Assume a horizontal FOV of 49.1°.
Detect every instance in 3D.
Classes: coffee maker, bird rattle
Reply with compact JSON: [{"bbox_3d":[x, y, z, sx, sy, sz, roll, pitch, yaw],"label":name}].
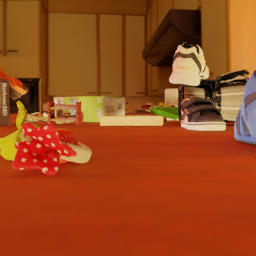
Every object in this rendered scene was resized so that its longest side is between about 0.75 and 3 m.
[{"bbox_3d":[2.972,-0.830,9.508,2.526,1.701,2.426,1,-8,10],"label":"coffee maker"},{"bbox_3d":[-0.683,0.105,2.505,1.008,0.568,0.822,8,-8,45],"label":"bird rattle"}]

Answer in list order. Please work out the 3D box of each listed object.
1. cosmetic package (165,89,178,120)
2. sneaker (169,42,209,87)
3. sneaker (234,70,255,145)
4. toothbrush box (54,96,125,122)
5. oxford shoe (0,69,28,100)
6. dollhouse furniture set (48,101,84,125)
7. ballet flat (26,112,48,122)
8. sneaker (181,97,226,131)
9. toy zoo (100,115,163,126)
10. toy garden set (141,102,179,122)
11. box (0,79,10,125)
[{"bbox_3d":[2.522,-1.159,14.115,1.270,1.527,1.278,0,2,10],"label":"cosmetic package"},{"bbox_3d":[2.040,-2.083,8.767,1.075,1.166,2.915,9,20,15],"label":"sneaker"},{"bbox_3d":[1.968,-0.287,3.689,0.957,1.139,2.904,-1,2,16],"label":"sneaker"},{"bbox_3d":[-1.642,-0.813,12.216,2.537,1.092,1.847,0,3,27],"label":"toothbrush box"},{"bbox_3d":[-4.699,-1.662,10.174,2.108,0.768,0.752,39,15,-47],"label":"oxford shoe"},{"bbox_3d":[-2.191,-0.571,10.476,1.077,0.814,2.002,0,4,1],"label":"dollhouse furniture set"},{"bbox_3d":[-3.827,-0.481,12.359,1.248,0.407,0.440,-1,4,-19],"label":"ballet flat"},{"bbox_3d":[1.879,-0.393,7.397,0.871,0.882,2.221,1,5,-6],"label":"sneaker"},{"bbox_3d":[0.179,-0.292,10.012,1.960,0.306,2.987,0,3,2],"label":"toy zoo"},{"bbox_3d":[1.772,-0.635,12.092,2.265,0.542,2.717,19,16,38],"label":"toy garden set"},{"bbox_3d":[-5.000,-0.832,8.897,1.519,1.534,1.849,3,5,38],"label":"box"}]
